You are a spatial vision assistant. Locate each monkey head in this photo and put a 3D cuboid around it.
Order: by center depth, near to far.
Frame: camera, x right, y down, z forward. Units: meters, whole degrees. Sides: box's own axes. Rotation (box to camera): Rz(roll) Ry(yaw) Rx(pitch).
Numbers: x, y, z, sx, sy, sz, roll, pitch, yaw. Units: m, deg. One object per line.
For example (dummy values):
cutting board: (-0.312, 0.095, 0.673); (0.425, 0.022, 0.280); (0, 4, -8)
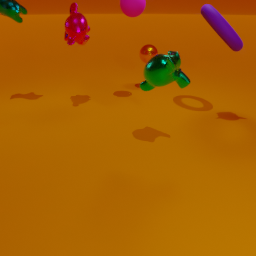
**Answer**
monkey head: (0.877, -1.208, 6.417); (0.863, 1.031, 1.433); (-42, 3, -28)
monkey head: (-1.722, -3.097, 8.776); (1.029, 1.430, 0.862); (-3, -12, 23)

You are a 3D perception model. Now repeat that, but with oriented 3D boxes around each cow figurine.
cow figurine: (-3.816, -3.785, 8.356); (1.291, 0.709, 1.270); (32, 3, 14)

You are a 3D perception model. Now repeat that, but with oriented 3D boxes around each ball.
ball: (0.147, -3.902, 8.778); (0.808, 0.808, 0.808); (0, 24, 0)
ball: (0.858, -3.067, 11.622); (0.782, 0.782, 0.782); (0, 24, 0)

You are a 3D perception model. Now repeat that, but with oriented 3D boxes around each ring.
ring: (2.791, -2.973, 8.341); (1.719, 0.344, 1.719); (39, 25, -22)
